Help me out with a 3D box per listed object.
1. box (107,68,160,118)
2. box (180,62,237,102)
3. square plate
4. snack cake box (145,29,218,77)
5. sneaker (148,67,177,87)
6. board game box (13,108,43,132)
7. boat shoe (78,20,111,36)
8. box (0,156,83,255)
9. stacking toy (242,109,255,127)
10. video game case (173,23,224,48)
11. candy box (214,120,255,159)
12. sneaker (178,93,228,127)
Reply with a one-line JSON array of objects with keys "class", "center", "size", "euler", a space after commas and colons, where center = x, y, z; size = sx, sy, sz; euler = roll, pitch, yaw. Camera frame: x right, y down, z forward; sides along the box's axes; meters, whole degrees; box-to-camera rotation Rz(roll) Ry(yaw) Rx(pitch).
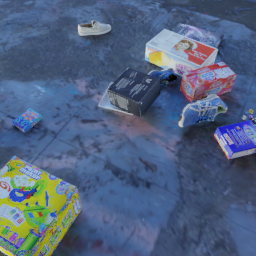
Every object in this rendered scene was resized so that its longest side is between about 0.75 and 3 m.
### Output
[{"class": "box", "center": [0.258, -1.455, 11.314], "size": [1.559, 0.916, 1.534], "euler": [26, 59, 26]}, {"class": "box", "center": [3.393, -1.943, 11.962], "size": [2.052, 0.979, 1.023], "euler": [-18, 53, -15]}, {"class": "square plate", "center": [-0.243, -1.234, 11.870], "size": [1.592, 0.226, 1.577], "euler": [14, 52, 12]}, {"class": "snack cake box", "center": [2.475, -3.467, 13.240], "size": [2.911, 0.978, 1.674], "euler": [30, 55, 22]}, {"class": "sneaker", "center": [1.479, -2.192, 12.409], "size": [1.624, 0.638, 0.724], "euler": [-20, 50, -17]}, {"class": "board game box", "center": [-3.982, -0.316, 11.114], "size": [0.697, 0.206, 0.916], "euler": [29, 56, 22]}, {"class": "boat shoe", "center": [-1.812, -5.480, 15.149], "size": [1.801, 0.629, 0.639], "euler": [-9, 51, -7]}, {"class": "box", "center": [-2.941, 2.409, 8.041], "size": [2.323, 1.417, 2.238], "euler": [22, 53, 18]}, {"class": "stacking toy", "center": [5.038, -0.386, 11.194], "size": [0.576, 0.180, 0.764], "euler": [-34, 59, -25]}, {"class": "video game case", "center": [3.562, -4.739, 14.799], "size": [2.557, 0.243, 1.826], "euler": [21, 53, 18]}, {"class": "candy box", "center": [4.105, 0.419, 10.281], "size": [1.407, 0.542, 1.190], "euler": [-11, 53, -10]}, {"class": "sneaker", "center": [2.926, -0.627, 10.947], "size": [2.269, 0.859, 0.874], "euler": [-29, 52, -20]}]
